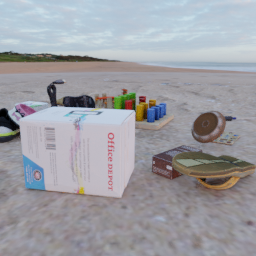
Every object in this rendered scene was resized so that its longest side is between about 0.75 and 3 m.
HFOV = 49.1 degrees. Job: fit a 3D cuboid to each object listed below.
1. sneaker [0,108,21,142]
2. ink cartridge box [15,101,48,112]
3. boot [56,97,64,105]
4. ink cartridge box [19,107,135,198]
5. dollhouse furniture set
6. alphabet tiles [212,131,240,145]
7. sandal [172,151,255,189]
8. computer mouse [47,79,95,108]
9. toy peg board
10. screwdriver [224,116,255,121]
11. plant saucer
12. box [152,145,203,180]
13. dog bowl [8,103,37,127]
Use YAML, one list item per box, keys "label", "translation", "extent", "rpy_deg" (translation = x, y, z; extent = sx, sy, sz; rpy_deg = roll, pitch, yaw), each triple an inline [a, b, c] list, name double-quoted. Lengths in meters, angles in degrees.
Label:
- label: "sneaker"
  translation: [-4.231, -0.249, 10.013]
  extent: [0.865, 0.999, 2.413]
  rpy_deg: [-2, 15, -9]
- label: "ink cartridge box"
  translation: [-4.635, -0.921, 13.518]
  extent: [1.299, 0.568, 0.944]
  rpy_deg: [7, 17, 29]
- label: "boot"
  translation: [-3.663, -1.544, 16.449]
  extent: [0.933, 0.352, 1.066]
  rpy_deg: [-28, 28, -36]
- label: "ink cartridge box"
  translation: [-0.992, 0.433, 6.249]
  extent: [2.116, 1.552, 1.545]
  rpy_deg: [4, 15, 11]
- label: "dollhouse furniture set"
  translation: [-0.893, -1.736, 15.964]
  extent: [1.766, 0.920, 1.786]
  rpy_deg: [-8, 16, -28]
- label: "alphabet tiles"
  translation: [3.187, 0.296, 9.783]
  extent: [1.215, 0.055, 1.454]
  rpy_deg: [8, 16, 33]
- label: "sandal"
  translation: [1.963, 0.987, 6.154]
  extent: [2.453, 0.662, 0.985]
  rpy_deg: [7, 13, -39]
- label: "computer mouse"
  translation: [-2.736, -1.395, 13.206]
  extent: [0.591, 1.803, 2.567]
  rpy_deg: [-12, 3, 43]
- label: "toy peg board"
  translation: [0.563, -0.830, 12.016]
  extent: [2.304, 1.132, 2.314]
  rpy_deg: [6, 16, 24]
- label: "screwdriver"
  translation: [4.873, -0.430, 12.266]
  extent: [1.546, 0.216, 0.225]
  rpy_deg: [-1, -14, 6]
- label: "plant saucer"
  translation: [2.391, -0.085, 8.505]
  extent: [1.120, 1.120, 0.205]
  rpy_deg: [17, -15, 48]
- label: "box"
  translation: [1.246, 0.822, 6.965]
  extent: [1.265, 0.474, 0.634]
  rpy_deg: [-11, 18, -41]
- label: "dog bowl"
  translation: [-3.485, -0.349, 9.828]
  extent: [1.326, 0.489, 1.326]
  rpy_deg: [40, 6, -5]
